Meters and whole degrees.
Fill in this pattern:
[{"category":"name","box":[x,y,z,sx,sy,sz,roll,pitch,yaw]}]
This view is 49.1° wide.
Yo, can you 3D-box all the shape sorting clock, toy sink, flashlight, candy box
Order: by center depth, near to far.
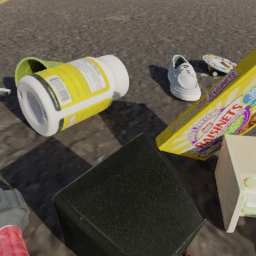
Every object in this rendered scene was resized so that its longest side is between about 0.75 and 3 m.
[{"category":"flashlight","box":[-1.437,1.931,3.846,0.985,0.989,2.910,8,23,-38]},{"category":"toy sink","box":[2.234,1.011,5.145,0.895,1.042,1.598,5,33,6]},{"category":"candy box","box":[1.897,-0.271,5.340,1.414,2.767,0.365,17,47,-28]},{"category":"shape sorting clock","box":[3.656,-2.489,10.864,1.582,0.310,1.582,16,33,-11]}]

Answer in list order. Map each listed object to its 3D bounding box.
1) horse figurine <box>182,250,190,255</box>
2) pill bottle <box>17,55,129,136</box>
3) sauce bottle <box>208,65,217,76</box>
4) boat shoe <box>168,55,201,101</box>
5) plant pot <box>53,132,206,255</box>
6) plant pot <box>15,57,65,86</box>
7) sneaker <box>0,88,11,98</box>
[{"category":"horse figurine","box":[0.472,1.961,4.389,1.081,0.270,0.716,-5,34,5]},{"category":"pill bottle","box":[-1.395,-1.023,7.734,1.597,1.597,2.795,28,42,36]},{"category":"sauce bottle","box":[3.280,-2.247,10.823,0.266,0.266,0.823,2,36,2]},{"category":"boat shoe","box":[1.913,-1.790,9.553,0.912,0.868,2.534,1,33,2]},{"category":"plant pot","box":[0.110,1.328,3.941,1.600,1.604,1.423,-34,58,-30]},{"category":"plant pot","box":[-2.515,-1.576,8.950,1.487,1.487,1.412,14,24,20]},{"category":"sneaker","box":[-4.277,-1.162,9.185,0.877,0.327,0.382,9,22,1]}]
